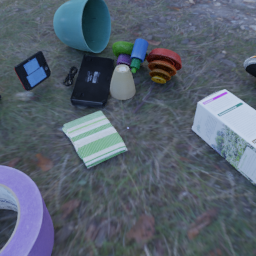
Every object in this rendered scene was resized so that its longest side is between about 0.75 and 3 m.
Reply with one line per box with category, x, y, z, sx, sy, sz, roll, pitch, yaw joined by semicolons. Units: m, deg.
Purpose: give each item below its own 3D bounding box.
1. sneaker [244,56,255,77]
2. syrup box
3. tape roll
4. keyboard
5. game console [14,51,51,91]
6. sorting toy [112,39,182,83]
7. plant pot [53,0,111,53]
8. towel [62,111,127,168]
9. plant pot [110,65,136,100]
sneaker;4.952;-1.410;9.108;1.137;1.153;2.945;-48;54;2
syrup box;3.120;0.282;7.471;1.163;1.125;2.856;-25;50;-22
tape roll;-2.980;2.187;5.634;2.757;1.171;2.757;0;47;0
keyboard;-1.424;-1.735;9.987;1.632;0.349;2.718;7;45;-2
game console;-3.187;-1.910;9.470;0.177;1.011;1.143;28;58;28
sorting toy;0.504;-2.258;9.948;2.711;1.629;1.113;14;82;22
plant pot;-1.913;-4.101;11.164;1.674;2.086;2.086;10;46;26
towel;-0.988;0.275;8.144;1.358;0.208;1.780;-23;49;-21
plant pot;-0.181;-1.597;9.401;0.901;0.963;0.901;1;46;-1
